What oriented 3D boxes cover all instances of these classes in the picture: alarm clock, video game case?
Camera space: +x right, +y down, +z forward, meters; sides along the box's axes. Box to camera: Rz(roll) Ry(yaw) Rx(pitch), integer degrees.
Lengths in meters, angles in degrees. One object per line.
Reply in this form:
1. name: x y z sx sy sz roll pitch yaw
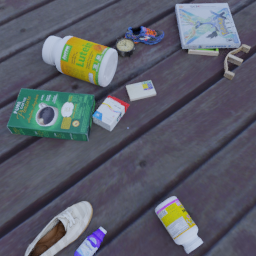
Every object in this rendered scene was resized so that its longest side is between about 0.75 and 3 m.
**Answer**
1. alarm clock: -0.172 -3.692 12.575 0.874 0.432 1.296 -23 65 -12
2. video game case: 3.626 -4.794 13.015 2.558 0.309 2.806 -2 60 -1

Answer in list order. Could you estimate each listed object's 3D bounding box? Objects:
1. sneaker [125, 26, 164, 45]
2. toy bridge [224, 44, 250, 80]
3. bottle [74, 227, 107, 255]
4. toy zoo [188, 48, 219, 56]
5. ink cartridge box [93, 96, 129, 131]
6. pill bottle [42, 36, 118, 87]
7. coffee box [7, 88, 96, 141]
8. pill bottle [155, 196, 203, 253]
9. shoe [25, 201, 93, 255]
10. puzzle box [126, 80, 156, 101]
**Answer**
1. sneaker: 0.763 -4.249 12.724 1.822 0.714 0.686 -4 62 -2
2. toy bridge: 4.652 -2.996 12.265 0.700 0.284 2.084 29 64 16
3. bottle: -1.107 3.538 8.528 0.466 0.364 1.116 36 67 19
4. toy zoo: 3.469 -4.207 12.988 1.337 0.209 2.038 6 61 3
5. ink cartridge box: -0.625 -0.680 10.839 0.832 0.482 1.432 28 63 14
6. pill bottle: -1.970 -2.814 11.422 2.796 1.553 1.553 19 62 10
7. coffee box: -2.827 -0.526 10.656 2.961 0.651 1.821 5 60 2
8. pill bottle: 1.577 2.962 8.598 0.821 0.821 1.576 -28 65 -15
9. shoe: -2.081 3.213 8.529 0.886 0.677 2.535 39 68 20
10. puzzle box: 0.535 -1.541 11.524 1.106 0.141 0.736 -13 61 -7
